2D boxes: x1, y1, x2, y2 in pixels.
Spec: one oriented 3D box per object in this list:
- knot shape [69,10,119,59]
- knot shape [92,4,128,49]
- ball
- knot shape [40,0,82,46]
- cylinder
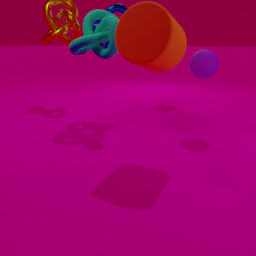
[{"bbox_3d":[-0.927,-2.537,7.862,1.618,0.799,1.729,-28,46,13],"label":"knot shape"},{"bbox_3d":[-0.620,-3.070,8.781,1.559,1.459,0.720,-2,-19,13],"label":"knot shape"},{"bbox_3d":[1.988,-1.657,7.295,0.751,0.751,0.751,0,18,0],"label":"ball"},{"bbox_3d":[-2.454,-3.860,10.564,1.881,2.010,0.929,31,12,28],"label":"knot shape"},{"bbox_3d":[0.486,-1.738,5.550,1.128,1.128,1.128,8,6,24],"label":"cylinder"}]
